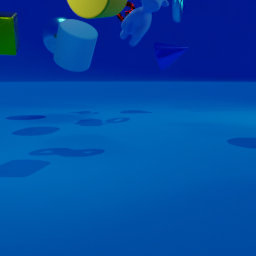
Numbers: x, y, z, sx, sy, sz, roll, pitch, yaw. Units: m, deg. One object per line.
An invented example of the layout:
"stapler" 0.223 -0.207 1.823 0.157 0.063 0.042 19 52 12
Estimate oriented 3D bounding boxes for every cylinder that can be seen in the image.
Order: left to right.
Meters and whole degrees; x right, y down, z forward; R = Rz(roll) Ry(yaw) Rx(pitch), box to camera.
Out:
"cylinder" -1.447 -2.255 7.682 1.034 1.034 1.034 14 41 -12
"cylinder" -0.459 -2.095 4.320 0.737 0.737 0.737 4 24 22

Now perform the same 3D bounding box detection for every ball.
"ball" -2.432 -3.337 10.246 1.358 1.358 1.358 0 10 0

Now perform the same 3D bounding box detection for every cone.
"cone" 1.935 -3.201 11.892 1.314 1.309 1.309 -13 6 18

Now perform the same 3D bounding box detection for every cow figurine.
"cow figurine" 0.493 -3.611 9.018 0.934 1.674 1.701 37 -5 -4

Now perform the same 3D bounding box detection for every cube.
"cube" -3.337 -2.444 7.167 0.925 0.925 0.925 -1 29 -14

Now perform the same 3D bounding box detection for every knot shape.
"knot shape" 0.115 -4.493 11.478 0.588 1.272 1.190 -31 35 -33

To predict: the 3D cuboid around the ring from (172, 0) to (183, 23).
"ring" 1.677 -4.255 9.395 0.273 1.363 1.363 4 11 15
